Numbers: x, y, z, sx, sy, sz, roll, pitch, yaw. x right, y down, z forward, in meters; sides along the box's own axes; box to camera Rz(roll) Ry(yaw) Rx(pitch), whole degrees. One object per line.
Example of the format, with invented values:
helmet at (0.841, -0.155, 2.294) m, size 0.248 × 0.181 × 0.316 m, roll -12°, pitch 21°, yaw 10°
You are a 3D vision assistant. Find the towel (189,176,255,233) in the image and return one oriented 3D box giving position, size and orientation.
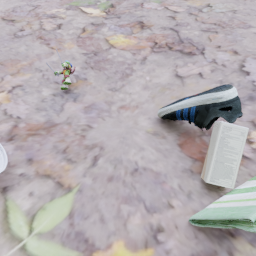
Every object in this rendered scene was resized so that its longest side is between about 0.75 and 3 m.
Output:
towel at (3.007, 1.322, 5.955) m, size 2.993 × 2.283 × 0.350 m, roll -24°, pitch 82°, yaw -21°

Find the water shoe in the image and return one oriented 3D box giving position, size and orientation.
water shoe at (1.902, -0.374, 7.980) m, size 0.973 × 1.074 × 2.723 m, roll -26°, pitch 6°, yaw -34°

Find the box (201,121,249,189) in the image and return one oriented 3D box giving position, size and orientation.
box at (2.370, 0.643, 6.929) m, size 0.723 × 1.523 × 0.592 m, roll 15°, pitch 2°, yaw 1°

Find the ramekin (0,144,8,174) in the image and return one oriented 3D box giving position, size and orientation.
ramekin at (-3.554, 0.743, 6.575) m, size 0.642 × 1.222 × 1.222 m, roll -37°, pitch 41°, yaw 20°

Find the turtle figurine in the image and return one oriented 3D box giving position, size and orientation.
turtle figurine at (-2.381, -1.955, 9.850) m, size 0.802 × 1.115 × 1.081 m, roll -20°, pitch 67°, yaw 23°
